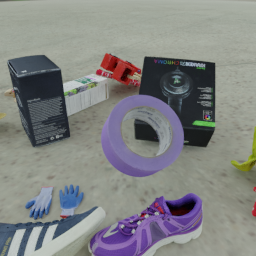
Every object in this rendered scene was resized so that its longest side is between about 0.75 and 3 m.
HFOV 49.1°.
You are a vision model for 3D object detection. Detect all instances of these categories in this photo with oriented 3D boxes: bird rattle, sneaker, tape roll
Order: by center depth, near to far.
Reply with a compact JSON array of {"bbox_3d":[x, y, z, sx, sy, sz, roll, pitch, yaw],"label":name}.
[{"bbox_3d":[-1.788,2.027,5.077,2.916,1.093,1.232,-25,60,-36],"label":"sneaker"},{"bbox_3d":[0.393,1.877,5.616,2.503,1.044,1.009,-15,33,-22],"label":"sneaker"},{"bbox_3d":[0.285,0.170,5.791,1.596,0.678,1.596,6,69,-16],"label":"tape roll"},{"bbox_3d":[3.726,1.116,6.638,2.053,1.419,2.518,7,29,-13],"label":"bird rattle"}]

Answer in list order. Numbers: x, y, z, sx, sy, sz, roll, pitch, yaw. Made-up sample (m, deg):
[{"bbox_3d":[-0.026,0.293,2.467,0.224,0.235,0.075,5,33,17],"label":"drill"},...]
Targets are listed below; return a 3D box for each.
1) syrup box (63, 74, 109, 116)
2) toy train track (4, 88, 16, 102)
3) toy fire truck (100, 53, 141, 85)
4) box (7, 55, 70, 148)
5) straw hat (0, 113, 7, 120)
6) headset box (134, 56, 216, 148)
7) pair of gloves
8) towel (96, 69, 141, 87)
[{"bbox_3d":[-1.911,-1.339,11.086,0.929,0.961,2.359,25,39,35],"label":"syrup box"},{"bbox_3d":[-4.003,-1.618,12.083,2.611,0.425,1.498,0,31,-1],"label":"toy train track"},{"bbox_3d":[-0.072,-2.495,12.324,2.070,0.716,2.936,36,17,30],"label":"toy fire truck"},{"bbox_3d":[-2.829,-0.909,8.934,1.255,2.406,1.780,-16,34,-25],"label":"box"},{"bbox_3d":[-4.635,-0.037,9.258,1.421,0.601,1.421,-6,19,2],"label":"straw hat"},{"bbox_3d":[1.424,-0.742,8.614,2.268,1.208,2.605,7,63,6],"label":"headset box"},{"bbox_3d":[-1.751,1.745,6.712,1.310,0.149,1.053,1,31,0],"label":"pair of gloves"},{"bbox_3d":[-0.324,-2.188,12.265,2.166,0.244,1.567,15,12,-5],"label":"towel"}]
